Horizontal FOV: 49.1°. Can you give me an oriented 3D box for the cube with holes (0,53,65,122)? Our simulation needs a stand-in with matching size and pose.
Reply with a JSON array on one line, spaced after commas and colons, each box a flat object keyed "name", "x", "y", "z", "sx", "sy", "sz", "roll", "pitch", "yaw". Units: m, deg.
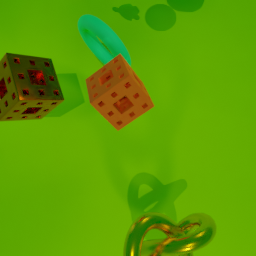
[{"name": "cube with holes", "x": -2.414, "y": -0.915, "z": 6.600, "sx": 1.126, "sy": 1.126, "sz": 1.126, "roll": -6, "pitch": 72, "yaw": -49}]

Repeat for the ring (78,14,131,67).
[{"name": "ring", "x": -0.633, "y": -2.213, "z": 7.510, "sx": 1.843, "sy": 1.843, "sz": 0.369, "roll": 42, "pitch": 81, "yaw": 15}]

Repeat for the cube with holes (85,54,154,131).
[{"name": "cube with holes", "x": -0.183, "y": -0.725, "z": 5.728, "sx": 0.919, "sy": 0.919, "sz": 0.919, "roll": -34, "pitch": 40, "yaw": 13}]

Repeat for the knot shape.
[{"name": "knot shape", "x": 0.642, "y": 2.309, "z": 5.391, "sx": 2.003, "sy": 1.875, "sz": 0.926, "roll": -53, "pitch": 43, "yaw": 20}]
